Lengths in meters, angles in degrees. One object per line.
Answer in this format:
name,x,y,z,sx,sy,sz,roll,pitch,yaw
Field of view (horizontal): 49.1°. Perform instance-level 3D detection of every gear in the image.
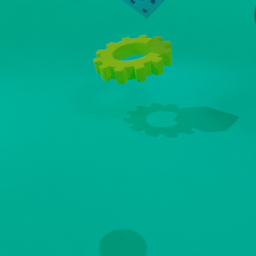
gear,0.138,-1.901,7.562,2.070,0.383,2.070,-8,39,6

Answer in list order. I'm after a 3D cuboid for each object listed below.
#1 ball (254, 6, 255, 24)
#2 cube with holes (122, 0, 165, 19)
ball,3.466,-2.585,6.145,1.276,1.276,1.276,0,31,0
cube with holes,0.463,-3.622,6.723,1.098,1.098,1.098,29,65,-19
